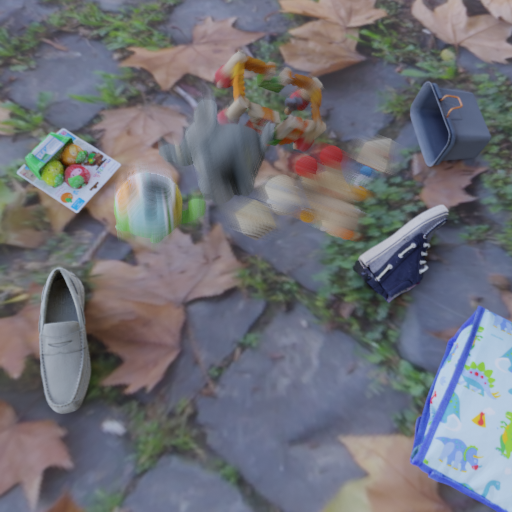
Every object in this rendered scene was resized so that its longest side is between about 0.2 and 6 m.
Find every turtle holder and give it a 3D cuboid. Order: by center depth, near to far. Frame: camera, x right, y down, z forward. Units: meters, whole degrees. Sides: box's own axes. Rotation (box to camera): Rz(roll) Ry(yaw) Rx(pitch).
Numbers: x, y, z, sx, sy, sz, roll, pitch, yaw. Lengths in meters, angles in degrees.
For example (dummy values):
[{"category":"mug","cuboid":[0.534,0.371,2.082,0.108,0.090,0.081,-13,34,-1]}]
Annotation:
[{"category":"turtle holder","cuboid":[-1.745,-0.857,9.907,1.468,1.043,1.116,34,54,-4]}]

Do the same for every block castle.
[{"category":"block castle","cuboid":[0.287,-3.226,12.111,2.353,1.104,1.573,8,67,-29]}]

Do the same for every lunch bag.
[{"category":"lunch bag","cuboid":[4.106,2.739,9.215,2.438,1.827,2.867,25,56,12]}]

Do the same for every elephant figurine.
[{"category":"elephant figurine","cuboid":[-0.837,-2.134,10.524,1.657,1.511,2.136,-19,49,-16]}]

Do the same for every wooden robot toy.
[{"category":"wooden robot toy","cuboid":[1.188,-0.906,9.861,3.079,1.356,1.397,-23,64,6]}]

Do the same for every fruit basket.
[{"category":"fruit basket","cuboid":[-4.092,-1.930,12.248,1.655,0.776,1.533,31,67,12]}]

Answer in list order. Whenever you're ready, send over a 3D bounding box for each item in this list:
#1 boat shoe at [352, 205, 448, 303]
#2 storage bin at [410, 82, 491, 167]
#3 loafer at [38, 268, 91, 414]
[{"category":"boat shoe","cuboid":[3.157,-0.010,11.263,2.325,0.868,1.078,-34,72,-7]},{"category":"storage bin","cuboid":[4.446,-3.022,12.625,1.202,1.302,1.789,-3,62,-13]},{"category":"loafer","cuboid":[-3.604,1.506,10.340,0.943,0.941,2.698,-11,63,-5]}]
